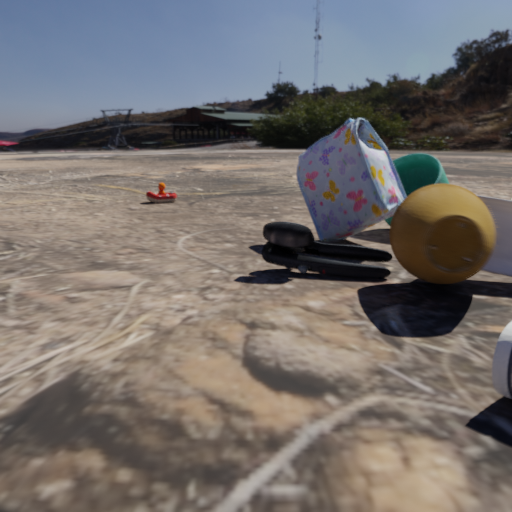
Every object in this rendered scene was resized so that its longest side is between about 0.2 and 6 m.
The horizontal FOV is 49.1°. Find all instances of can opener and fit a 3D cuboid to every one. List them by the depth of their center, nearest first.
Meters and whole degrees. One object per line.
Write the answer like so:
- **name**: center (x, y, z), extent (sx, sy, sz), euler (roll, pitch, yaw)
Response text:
- **can opener**: center (1.030, 0.019, 8.428), extent (1.995, 0.632, 0.784), euler (14, -17, 12)

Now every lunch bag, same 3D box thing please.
- **lunch bag**: center (1.731, -1.419, 10.444), extent (1.592, 1.878, 1.194), euler (-29, -12, 39)

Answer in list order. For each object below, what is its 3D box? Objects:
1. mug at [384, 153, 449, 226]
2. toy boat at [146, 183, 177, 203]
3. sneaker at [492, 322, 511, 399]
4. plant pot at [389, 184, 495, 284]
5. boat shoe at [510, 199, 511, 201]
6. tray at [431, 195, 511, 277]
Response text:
- **mug**: center (3.214, -1.090, 11.584), extent (1.501, 1.130, 1.827), euler (2, 53, 40)
- **toy boat**: center (-2.744, -1.827, 16.176), extent (0.872, 0.570, 0.569), euler (-7, 15, -26)
- **sneaker**: center (3.042, 0.684, 4.858), extent (2.392, 0.938, 0.950), euler (-24, 22, -37)
- **plant pot**: center (2.441, -0.230, 7.205), extent (1.411, 1.411, 1.514), euler (3, 7, 13)
- **boat shoe**: center (4.731, -0.593, 9.560), extent (0.754, 0.903, 2.421), euler (-35, -3, 39)
- **tray**: center (3.594, -0.261, 8.055), extent (1.986, 1.066, 0.220), euler (13, 10, 21)
